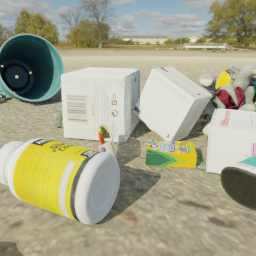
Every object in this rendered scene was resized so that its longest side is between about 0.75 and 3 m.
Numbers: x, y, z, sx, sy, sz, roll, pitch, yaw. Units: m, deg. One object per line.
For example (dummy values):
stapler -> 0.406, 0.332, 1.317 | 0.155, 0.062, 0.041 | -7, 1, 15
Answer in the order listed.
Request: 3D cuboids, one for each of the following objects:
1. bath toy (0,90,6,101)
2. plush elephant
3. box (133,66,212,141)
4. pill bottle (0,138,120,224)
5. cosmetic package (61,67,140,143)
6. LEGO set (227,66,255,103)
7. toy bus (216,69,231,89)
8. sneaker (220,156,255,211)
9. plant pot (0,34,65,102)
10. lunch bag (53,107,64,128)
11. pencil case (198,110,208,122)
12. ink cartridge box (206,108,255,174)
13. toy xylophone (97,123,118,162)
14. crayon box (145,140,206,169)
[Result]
bath toy -> -6.325, -1.473, 13.284 | 0.631, 0.536, 1.451 | -1, 19, -3
plush elephant -> 3.144, -0.469, 8.388 | 1.921, 2.333, 1.806 | -8, 42, -16
box -> 1.264, -0.702, 8.282 | 1.616, 1.624, 1.062 | 43, 38, 25
pill bottle -> -1.316, 0.836, 5.003 | 2.146, 1.202, 1.202 | 10, 20, 26
cosmetic package -> -0.757, -0.872, 9.067 | 1.952, 1.964, 2.346 | 4, 18, 12
LEGO set -> 4.731, -1.335, 10.296 | 2.783, 2.140, 1.612 | -12, 37, -13
toy bus -> 5.757, -2.045, 14.087 | 1.962, 1.331, 1.884 | -5, 31, -23
sneaker -> 3.123, 1.046, 4.664 | 1.624, 1.124, 2.689 | -20, 24, -26
plant pot -> -5.044, -2.630, 13.506 | 2.998, 2.998, 2.817 | -14, 7, -37
lunch bag -> -2.138, -0.372, 9.713 | 0.741, 0.615, 0.883 | 0, 18, 3
pencil case -> 3.104, -0.373, 9.982 | 1.155, 0.449, 0.516 | 7, -7, 21
ink cartridge box -> 3.291, 0.373, 6.540 | 2.683, 1.136, 1.939 | 9, 19, 20
toy xylophone -> -0.506, 0.421, 6.807 | 0.331, 0.963, 1.316 | -14, 19, -2
crayon box -> 1.177, 0.637, 6.997 | 1.419, 0.366, 0.892 | 3, 18, 7
